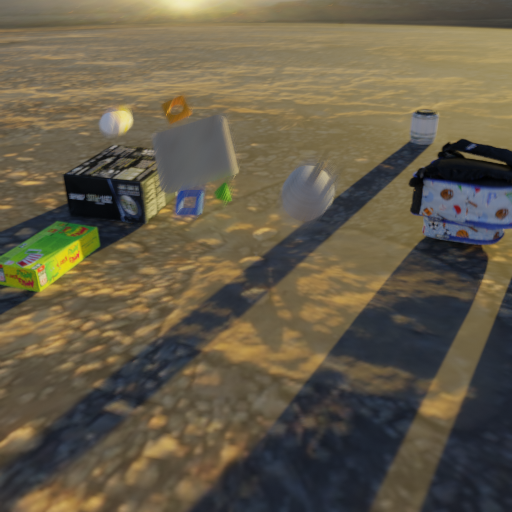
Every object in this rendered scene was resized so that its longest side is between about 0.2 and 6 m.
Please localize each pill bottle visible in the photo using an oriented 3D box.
[{"bbox_3d":[-2.938,-2.777,11.672,0.436,0.436,0.797,6,19,11],"label":"pill bottle"}]

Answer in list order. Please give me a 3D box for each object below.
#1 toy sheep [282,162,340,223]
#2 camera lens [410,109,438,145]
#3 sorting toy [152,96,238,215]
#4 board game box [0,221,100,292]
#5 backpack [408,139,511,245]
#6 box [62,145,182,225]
[{"bbox_3d":[0.737,-0.904,7.781,0.783,1.136,0.783,5,53,-6],"label":"toy sheep"},{"bbox_3d":[4.564,-3.525,15.243,0.684,0.855,0.684,0,28,0],"label":"camera lens"},{"bbox_3d":[-1.143,-1.878,10.476,1.447,0.350,2.570,-14,68,2],"label":"sorting toy"},{"bbox_3d":[-3.380,-0.030,9.135,0.832,0.390,1.638,9,29,17],"label":"board game box"},{"bbox_3d":[3.853,-1.037,9.801,1.935,1.565,2.031,8,30,34],"label":"backpack"},{"bbox_3d":[-2.607,-1.505,11.389,1.671,0.879,2.040,7,29,12],"label":"box"}]
